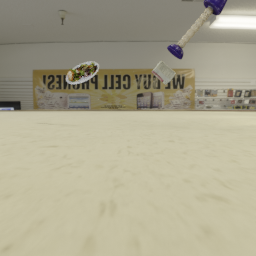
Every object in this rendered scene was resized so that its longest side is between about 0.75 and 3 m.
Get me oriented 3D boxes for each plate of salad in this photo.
[{"bbox_3d":[-1.739,-2.141,10.532,1.363,0.327,1.363,-14,43,13],"label":"plate of salad"}]

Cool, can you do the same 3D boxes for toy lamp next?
[{"bbox_3d":[2.560,-3.762,10.144,0.788,2.706,0.788,38,6,-4],"label":"toy lamp"}]

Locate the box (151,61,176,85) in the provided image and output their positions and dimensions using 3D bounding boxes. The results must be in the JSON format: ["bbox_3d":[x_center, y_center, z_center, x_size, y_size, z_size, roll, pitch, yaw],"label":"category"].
[{"bbox_3d":[1.558,-2.416,12.264,0.856,0.547,0.466,41,-27,-8],"label":"box"}]
